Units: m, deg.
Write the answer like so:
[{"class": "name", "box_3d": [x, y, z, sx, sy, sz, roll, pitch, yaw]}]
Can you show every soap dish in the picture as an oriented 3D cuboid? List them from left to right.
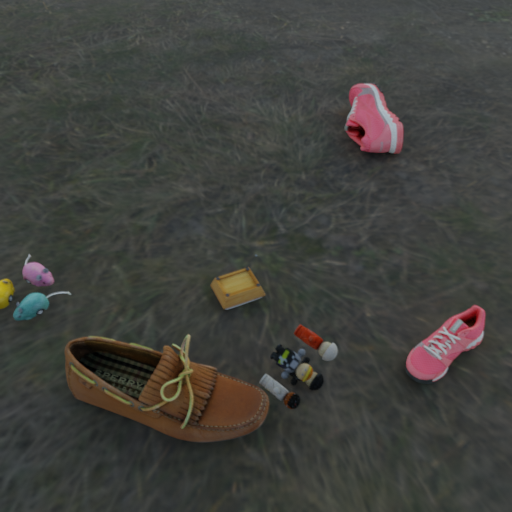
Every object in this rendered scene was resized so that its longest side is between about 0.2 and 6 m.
[{"class": "soap dish", "box_3d": [-0.317, 0.546, 9.652, 0.786, 0.319, 0.618, -17, 47, -18]}]

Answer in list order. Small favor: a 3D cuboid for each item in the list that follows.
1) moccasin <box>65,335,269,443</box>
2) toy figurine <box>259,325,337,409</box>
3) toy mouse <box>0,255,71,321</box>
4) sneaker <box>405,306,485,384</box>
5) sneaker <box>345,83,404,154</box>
[{"class": "moccasin", "box_3d": [-1.278, 1.749, 7.833, 2.981, 1.151, 1.090, 17, 47, 16]}, {"class": "toy figurine", "box_3d": [0.616, 1.613, 7.999, 0.698, 1.004, 0.988, 33, 34, 19]}, {"class": "toy mouse", "box_3d": [-3.776, 0.547, 9.344, 1.333, 0.290, 1.500, 3, 51, 7]}, {"class": "sneaker", "box_3d": [2.910, 1.283, 8.612, 1.684, 0.730, 0.621, -31, 52, -27]}, {"class": "sneaker", "box_3d": [2.514, -3.271, 13.093, 1.092, 0.928, 2.517, -10, 46, -9]}]
